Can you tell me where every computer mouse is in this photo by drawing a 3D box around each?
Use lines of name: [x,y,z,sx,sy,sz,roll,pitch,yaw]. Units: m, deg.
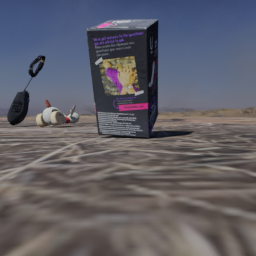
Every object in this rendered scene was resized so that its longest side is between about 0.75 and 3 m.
computer mouse: [-3.411,-1.328,9.773,0.468,2.748,0.805,18,-12,6]

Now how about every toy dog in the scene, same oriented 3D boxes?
toy dog: [-2.336,-0.524,9.435,1.173,0.857,1.779,-7,2,3]

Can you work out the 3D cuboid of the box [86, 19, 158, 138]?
box: [-0.010,-0.871,4.865,0.963,1.816,1.110,4,27,13]
